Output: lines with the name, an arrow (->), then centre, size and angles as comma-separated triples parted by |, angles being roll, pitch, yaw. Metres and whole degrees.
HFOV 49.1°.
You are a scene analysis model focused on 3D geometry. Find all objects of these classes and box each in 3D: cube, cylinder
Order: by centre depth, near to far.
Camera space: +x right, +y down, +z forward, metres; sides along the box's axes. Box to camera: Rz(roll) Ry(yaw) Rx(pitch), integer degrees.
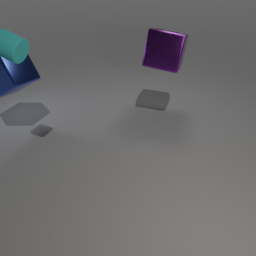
cylinder -> -3.141, -2.177, 7.479 | 0.700, 0.700, 0.700 | 26, 36, 5
cube -> -4.392, -2.038, 10.213 | 1.400, 1.400, 1.400 | -20, 13, 28
cube -> 1.480, -3.065, 10.997 | 1.400, 1.400, 1.400 | 15, 22, 11
